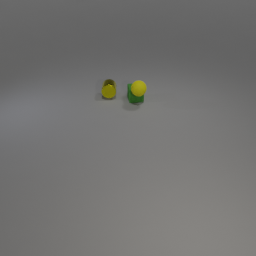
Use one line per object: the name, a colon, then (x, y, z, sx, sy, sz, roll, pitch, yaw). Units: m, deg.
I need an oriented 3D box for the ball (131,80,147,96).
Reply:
ball: (0.480, -1.764, 12.477, 0.700, 0.700, 0.700, 0, 33, 0)

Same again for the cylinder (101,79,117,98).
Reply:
cylinder: (-0.907, -1.892, 13.431, 0.700, 0.700, 0.700, 0, 33, 0)

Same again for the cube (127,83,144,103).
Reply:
cube: (0.362, -1.667, 13.312, 0.700, 0.700, 0.700, -4, 34, -7)
